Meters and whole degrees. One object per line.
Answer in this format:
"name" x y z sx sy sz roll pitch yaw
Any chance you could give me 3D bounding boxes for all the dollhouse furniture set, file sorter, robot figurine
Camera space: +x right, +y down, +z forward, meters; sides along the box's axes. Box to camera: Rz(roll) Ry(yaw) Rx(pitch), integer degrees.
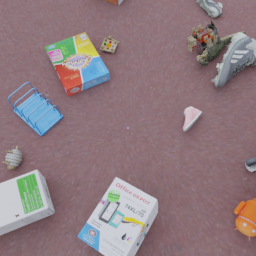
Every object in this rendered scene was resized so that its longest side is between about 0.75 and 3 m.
"dollhouse furniture set" 2.848 -3.490 11.082 1.033 0.538 1.044 -28 49 -10
"file sorter" -3.230 -0.690 9.748 1.525 0.935 1.058 39 70 17
"robot figurine" 3.649 2.637 8.211 1.229 0.884 0.716 -48 28 -19

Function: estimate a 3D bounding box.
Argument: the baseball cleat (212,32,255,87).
"baseball cleat" 4.287 -2.543 10.643 1.512 0.991 2.841 24 67 12

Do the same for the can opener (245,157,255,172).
"can opener" 4.475 1.033 9.184 1.390 0.462 0.366 -20 64 -15

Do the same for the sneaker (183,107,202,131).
"sneaker" 2.111 -0.353 9.880 0.548 0.394 1.048 38 63 14

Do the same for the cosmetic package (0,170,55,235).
"cosmetic package" -3.530 2.318 8.202 2.378 1.009 1.279 -21 67 -12

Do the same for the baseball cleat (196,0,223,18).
"baseball cleat" 3.651 -5.504 12.456 0.774 0.507 1.454 -24 76 -18

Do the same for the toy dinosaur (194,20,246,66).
"toy dinosaur" 3.419 -3.514 11.336 2.936 0.697 1.294 -39 81 -22

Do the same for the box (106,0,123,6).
"box" -0.930 -6.413 12.551 1.646 1.024 0.802 28 67 13

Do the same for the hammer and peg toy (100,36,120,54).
"hammer and peg toy" -0.721 -3.461 11.484 0.619 0.297 0.841 16 65 8

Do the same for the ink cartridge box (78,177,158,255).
"ink cartridge box" -0.185 2.637 7.773 1.369 1.363 1.866 25 65 19

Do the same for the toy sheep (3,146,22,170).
"toy sheep" -3.733 0.971 9.137 0.561 0.561 0.814 13 79 6

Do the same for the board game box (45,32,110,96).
"board game box" -1.976 -2.534 10.926 1.764 0.465 2.305 -25 66 -12
